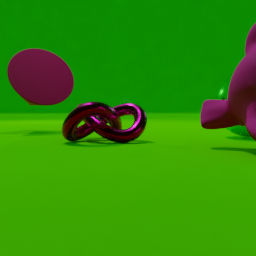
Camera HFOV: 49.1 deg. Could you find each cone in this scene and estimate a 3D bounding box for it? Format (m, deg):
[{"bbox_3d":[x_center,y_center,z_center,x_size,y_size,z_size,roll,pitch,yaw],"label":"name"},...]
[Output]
[{"bbox_3d":[-2.073,-0.821,6.298,1.346,1.346,1.351,-2,-21,-31],"label":"cone"}]

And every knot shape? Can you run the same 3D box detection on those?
[{"bbox_3d":[-0.412,-0.100,4.302,1.244,0.575,1.164,-1,3,-19],"label":"knot shape"}]

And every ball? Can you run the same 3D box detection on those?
[{"bbox_3d":[2.039,-0.412,4.725,1.122,1.122,1.122,0,3,0],"label":"ball"}]

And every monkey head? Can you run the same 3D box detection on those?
[{"bbox_3d":[1.344,-0.370,3.027,1.209,1.681,1.013,-2,-36,25],"label":"monkey head"}]
